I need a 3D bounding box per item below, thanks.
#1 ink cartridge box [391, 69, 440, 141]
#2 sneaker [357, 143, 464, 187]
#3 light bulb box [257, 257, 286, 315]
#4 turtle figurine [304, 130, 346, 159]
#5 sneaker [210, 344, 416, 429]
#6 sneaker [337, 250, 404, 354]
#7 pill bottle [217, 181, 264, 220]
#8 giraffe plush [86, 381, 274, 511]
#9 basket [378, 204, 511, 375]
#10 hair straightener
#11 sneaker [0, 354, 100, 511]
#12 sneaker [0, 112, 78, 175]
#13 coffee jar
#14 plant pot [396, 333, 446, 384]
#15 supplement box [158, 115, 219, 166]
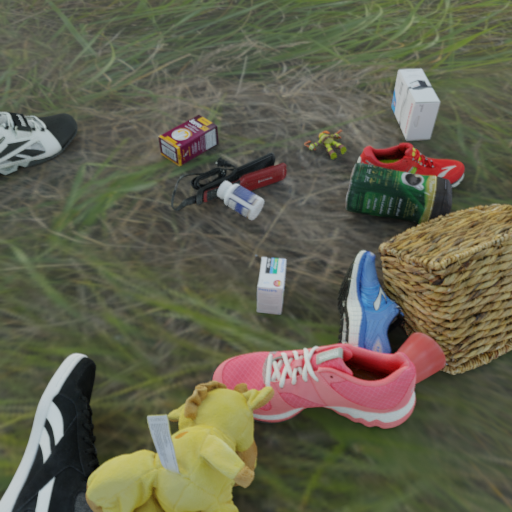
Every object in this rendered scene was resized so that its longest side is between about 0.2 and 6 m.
[{"bbox_3d":[3.556,-3.400,12.593,0.580,1.005,1.385,-3,48,-3],"label":"ink cartridge box"},{"bbox_3d":[3.122,-1.804,11.191,2.163,0.919,0.833,2,48,2],"label":"sneaker"},{"bbox_3d":[0.253,0.493,9.258,0.424,0.679,0.673,5,47,4],"label":"light bulb box"},{"bbox_3d":[1.622,-2.491,12.230,0.988,0.318,0.797,-22,51,-19],"label":"turtle figurine"},{"bbox_3d":[0.810,1.605,7.842,2.922,1.267,1.077,2,47,3],"label":"sneaker"},{"bbox_3d":[1.834,0.836,8.988,0.932,0.821,2.090,11,54,-4],"label":"sneaker"},{"bbox_3d":[-0.303,-1.052,10.433,0.818,0.454,0.454,32,54,12],"label":"pill bottle"},{"bbox_3d":[-0.680,2.465,6.831,2.093,2.426,1.967,11,20,13],"label":"giraffe plush"},{"bbox_3d":[3.456,0.435,9.218,2.625,1.956,1.874,-21,18,-18],"label":"basket"},{"bbox_3d":[-0.642,-1.536,11.343,2.464,0.504,0.948,-26,52,-16],"label":"hair straightener"},{"bbox_3d":[-2.167,2.625,7.227,1.477,0.965,2.641,10,56,4],"label":"sneaker"},{"bbox_3d":[-5.064,-2.519,11.648,1.061,1.268,2.865,35,55,29],"label":"sneaker"},{"bbox_3d":[2.723,-1.149,10.645,1.926,0.822,1.005,12,39,11],"label":"coffee jar"},{"bbox_3d":[2.353,1.560,8.299,0.592,0.669,0.669,-31,55,-23],"label":"plant pot"},{"bbox_3d":[-1.447,-2.506,12.118,0.641,0.497,1.161,36,57,28],"label":"supplement box"}]
